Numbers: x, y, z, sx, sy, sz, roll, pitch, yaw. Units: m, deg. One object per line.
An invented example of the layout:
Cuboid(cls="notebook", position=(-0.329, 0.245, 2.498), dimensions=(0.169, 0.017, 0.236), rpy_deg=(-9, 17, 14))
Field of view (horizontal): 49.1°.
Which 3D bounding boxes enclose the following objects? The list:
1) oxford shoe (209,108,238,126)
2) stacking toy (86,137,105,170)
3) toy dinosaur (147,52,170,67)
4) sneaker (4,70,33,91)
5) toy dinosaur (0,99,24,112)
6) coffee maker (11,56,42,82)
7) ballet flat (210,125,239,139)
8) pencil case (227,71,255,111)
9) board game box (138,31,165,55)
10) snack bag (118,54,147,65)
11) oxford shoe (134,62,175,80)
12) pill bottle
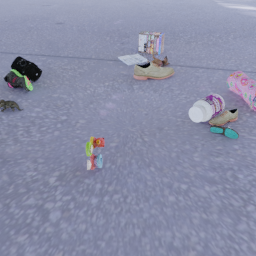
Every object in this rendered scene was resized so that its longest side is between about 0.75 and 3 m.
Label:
Cuboid(cls="oxford shoe", position=(3.636, -0.449, 10.677), dimensions=(1.316, 0.486, 0.466), rpy_deg=(-18, 38, -24))
Cuboid(cls="stacking toy", position=(-0.923, 0.762, 8.239), dimensions=(0.413, 0.977, 0.884), rpy_deg=(-3, 5, 6))
Cuboid(cls="toy dinosaur", position=(1.640, -3.486, 15.082), dimensions=(1.066, 0.675, 1.573), rpy_deg=(18, 43, 14))
Cuboid(cls="sneaker", position=(-5.121, -2.080, 13.056), dimensions=(1.974, 0.757, 0.827), rpy_deg=(28, 62, 38))
Cuboid(cls="toy dinosaur", position=(-4.856, -0.950, 11.463), dimensions=(1.193, 0.459, 0.610), rpy_deg=(-2, 40, 2))
Cuboid(cls="coffee maker", position=(-5.091, -3.037, 13.782), dimensions=(1.380, 1.326, 0.930), rpy_deg=(27, 59, 37))
Cuboid(cls="ballet flat", position=(3.477, 0.086, 10.032), dimensions=(1.039, 0.353, 0.355), rpy_deg=(20, 31, 26))
Cuboid(cls="pencil case", position=(5.155, -1.599, 11.990), dimensions=(1.014, 1.014, 2.320), rpy_deg=(-6, 35, -9))
Cuboid(cls="board game box", position=(1.420, -5.234, 17.156), dimensions=(1.463, 1.166, 0.709), rpy_deg=(13, 36, 16))
Cuboid(cls="snack bag", position=(0.337, -4.010, 16.256), dimensions=(1.433, 0.153, 1.351), rpy_deg=(-16, 37, -23))
Cuboid(cls="oxford shoe", position=(1.341, -2.914, 14.062), dimensions=(2.121, 0.783, 0.751), rpy_deg=(-7, 35, -11))
Cuboid(cls="pill bottle", position=(2.973, -0.732, 10.638), dimensions=(0.832, 0.832, 1.482), rpy_deg=(28, 39, 35))
